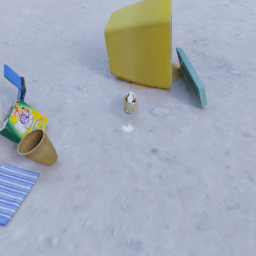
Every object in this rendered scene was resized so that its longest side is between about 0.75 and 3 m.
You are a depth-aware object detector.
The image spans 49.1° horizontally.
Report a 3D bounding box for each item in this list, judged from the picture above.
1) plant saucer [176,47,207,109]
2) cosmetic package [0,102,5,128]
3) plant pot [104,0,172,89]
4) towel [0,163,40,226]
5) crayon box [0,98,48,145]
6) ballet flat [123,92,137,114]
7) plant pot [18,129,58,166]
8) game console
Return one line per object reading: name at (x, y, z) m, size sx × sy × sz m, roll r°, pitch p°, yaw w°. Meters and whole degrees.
plant saucer at (2.253, -1.886, 10.000) m, size 0.260 × 0.957 × 2.738 m, roll -19°, pitch 44°, yaw 8°
cosmetic package at (-5.285, -0.684, 7.658) m, size 2.179 × 2.192 × 2.620 m, roll 26°, pitch 43°, yaw 25°
plant pot at (0.476, -3.150, 10.326) m, size 2.276 × 2.580 × 2.580 m, roll 0°, pitch 43°, yaw 10°
towel at (-3.079, 1.585, 6.955) m, size 1.136 × 0.187 × 1.568 m, roll 13°, pitch 45°, yaw 12°
crayon box at (-2.959, -0.080, 8.058) m, size 0.366 × 1.084 × 1.256 m, roll -32°, pitch 37°, yaw 29°
ballet flat at (0.096, -0.910, 9.036) m, size 0.469 × 0.435 × 1.331 m, roll 6°, pitch 30°, yaw -4°
plant pot at (-2.278, 0.596, 7.385) m, size 0.818 × 0.878 × 0.818 m, roll -18°, pitch 44°, yaw 18°
game console at (-3.632, -1.295, 8.831) m, size 0.712 × 1.028 × 1.204 m, roll 10°, pitch 25°, yaw -28°
